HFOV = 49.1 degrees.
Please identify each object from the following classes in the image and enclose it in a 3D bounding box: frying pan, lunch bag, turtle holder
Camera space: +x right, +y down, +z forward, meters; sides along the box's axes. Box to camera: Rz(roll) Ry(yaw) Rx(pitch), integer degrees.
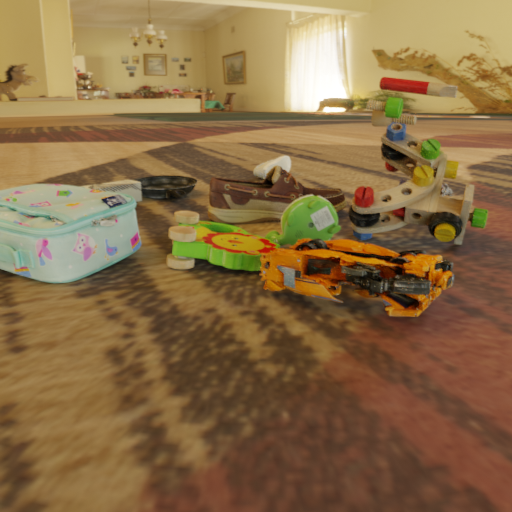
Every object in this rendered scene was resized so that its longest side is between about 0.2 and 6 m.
[{"bbox_3d":[-1.789,-1.498,12.608,1.566,0.421,2.589,-16,26,-40],"label":"frying pan"},{"bbox_3d":[-3.082,-0.417,8.230,2.498,0.963,2.003,10,20,28],"label":"lunch bag"},{"bbox_3d":[0.753,-0.464,8.872,0.833,1.096,0.778,29,12,-16],"label":"turtle holder"}]

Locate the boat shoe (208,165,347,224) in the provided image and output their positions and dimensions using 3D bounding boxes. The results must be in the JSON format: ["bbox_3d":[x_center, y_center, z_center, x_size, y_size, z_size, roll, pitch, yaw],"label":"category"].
[{"bbox_3d":[0.442,-1.227,10.734,2.774,0.998,1.001,-4,18,-12],"label":"boat shoe"}]

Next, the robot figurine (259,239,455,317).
[{"bbox_3d":[1.232,0.209,6.679,2.163,0.630,1.568,10,17,31],"label":"robot figurine"}]

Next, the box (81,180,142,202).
[{"bbox_3d":[-3.115,-1.310,11.933,0.535,0.446,1.303,14,22,38],"label":"box"}]

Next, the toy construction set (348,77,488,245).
[{"bbox_3d":[2.811,-1.404,9.060,2.051,2.670,2.227,14,30,24],"label":"toy construction set"}]

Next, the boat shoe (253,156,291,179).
[{"bbox_3d":[0.447,-2.424,15.480,0.525,0.552,1.532,11,30,29],"label":"boat shoe"}]

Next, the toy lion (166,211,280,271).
[{"bbox_3d":[-0.475,-0.178,8.352,1.619,0.580,1.689,6,17,-6],"label":"toy lion"}]

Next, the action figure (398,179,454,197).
[{"bbox_3d":[3.797,-1.457,12.498,1.208,0.419,0.786,10,15,20],"label":"action figure"}]
